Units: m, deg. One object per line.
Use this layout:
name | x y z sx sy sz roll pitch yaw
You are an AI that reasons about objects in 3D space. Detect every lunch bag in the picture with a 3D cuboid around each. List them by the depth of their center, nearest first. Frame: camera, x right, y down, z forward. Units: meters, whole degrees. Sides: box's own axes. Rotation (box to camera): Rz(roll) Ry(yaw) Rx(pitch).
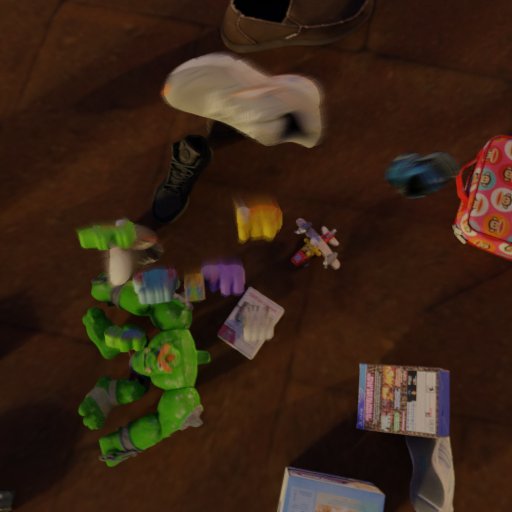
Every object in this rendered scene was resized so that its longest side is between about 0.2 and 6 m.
lunch bag | 4.974 -1.190 11.187 2.029 0.944 2.303 22 77 5

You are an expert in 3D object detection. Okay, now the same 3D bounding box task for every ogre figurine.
ogre figurine | -2.015 1.903 10.185 2.019 1.653 3.368 -10 58 15

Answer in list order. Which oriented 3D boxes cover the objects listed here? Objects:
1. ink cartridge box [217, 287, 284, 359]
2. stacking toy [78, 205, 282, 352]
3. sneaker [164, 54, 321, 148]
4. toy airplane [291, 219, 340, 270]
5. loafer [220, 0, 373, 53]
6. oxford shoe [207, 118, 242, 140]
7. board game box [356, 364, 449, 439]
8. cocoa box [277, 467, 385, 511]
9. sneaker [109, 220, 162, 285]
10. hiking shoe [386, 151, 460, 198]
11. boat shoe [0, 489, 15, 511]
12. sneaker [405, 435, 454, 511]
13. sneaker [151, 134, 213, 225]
ink cartridge box | -0.103 1.295 10.834 0.827 0.481 1.135 33 77 7
stacking toy | -1.154 0.412 9.524 3.197 2.411 0.751 -5 34 -7
sneaker | -0.134 -2.734 10.312 3.059 1.158 1.407 2 54 -17
toy airplane | 1.216 -0.236 11.099 0.969 0.684 0.965 8 76 2
loafer | 0.925 -5.271 12.031 3.433 1.219 1.254 -17 77 -4
oxford shoe | -0.055 -3.086 11.704 2.048 0.865 0.744 -25 76 -7
board game box | 2.638 2.581 10.051 1.463 0.708 1.166 -3 74 34
cocoa box | 1.252 4.450 9.747 1.674 1.099 1.117 11 77 3
sneaker | -2.209 -0.146 10.427 0.934 2.281 0.879 5 112 -11
hiking shoe | 2.789 -1.430 10.145 0.810 1.869 0.695 -41 101 -11
boat shoe | -5.330 4.208 9.998 1.980 0.741 0.612 16 78 2
sneaker | 3.190 3.665 10.180 0.754 0.859 2.143 -13 53 35
sneaker | -1.559 -1.605 11.213 0.760 1.139 1.988 30 81 9
